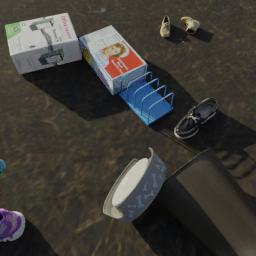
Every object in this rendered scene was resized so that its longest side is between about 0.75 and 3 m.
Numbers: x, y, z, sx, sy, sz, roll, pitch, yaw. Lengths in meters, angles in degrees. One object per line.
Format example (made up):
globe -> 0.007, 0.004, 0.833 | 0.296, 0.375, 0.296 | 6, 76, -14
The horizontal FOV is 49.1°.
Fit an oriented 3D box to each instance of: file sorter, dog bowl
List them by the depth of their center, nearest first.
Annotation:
dog bowl -> 0.222, 1.635, 7.911 | 0.656, 2.235, 2.235 | 39, 63, -7
file sorter -> 0.682, -1.256, 10.286 | 1.228, 1.086, 1.770 | -32, 63, -19

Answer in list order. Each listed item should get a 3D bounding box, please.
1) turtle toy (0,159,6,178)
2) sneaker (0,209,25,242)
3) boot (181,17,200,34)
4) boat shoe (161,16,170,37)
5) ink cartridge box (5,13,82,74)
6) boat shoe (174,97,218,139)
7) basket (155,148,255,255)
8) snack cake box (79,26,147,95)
turtle toy -> -3.673, 1.248, 6.989 | 0.793, 1.144, 1.570 | -2, 66, 38
sneaker -> -4.231, 2.746, 7.775 | 2.449, 1.083, 0.985 | -11, 60, -5
boot -> 2.782, -4.718, 12.912 | 0.931, 0.339, 0.724 | 27, 62, 12
boat shoe -> 1.731, -4.648, 12.825 | 0.430, 0.387, 1.192 | 6, 58, 4
ink cartridge box -> -3.490, -3.563, 11.700 | 2.673, 1.123, 1.945 | -17, 59, -10
boat shoe -> 2.478, -0.386, 10.008 | 2.040, 0.616, 0.754 | -33, 64, -19
basket -> 2.410, 2.244, 7.699 | 2.436, 1.838, 2.702 | -25, 64, -32
snack cake box -> -0.637, -2.811, 11.354 | 1.572, 0.918, 2.733 | -27, 62, -18
